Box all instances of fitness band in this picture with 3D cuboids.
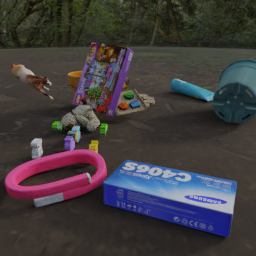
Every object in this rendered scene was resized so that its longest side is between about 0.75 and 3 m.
[{"bbox_3d":[-1.698,1.112,6.776,2.366,0.443,1.699,-12,24,-18],"label":"fitness band"}]

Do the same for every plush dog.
[{"bbox_3d":[-1.872,-0.350,10.267,1.218,1.138,1.419,-31,29,-13],"label":"plush dog"}]

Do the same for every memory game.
[{"bbox_3d":[-0.053,-1.359,13.934,2.835,0.181,2.835,0,21,0],"label":"memory game"}]

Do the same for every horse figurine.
[{"bbox_3d":[-2.550,-1.293,7.299,1.580,0.394,1.047,33,-9,17],"label":"horse figurine"}]

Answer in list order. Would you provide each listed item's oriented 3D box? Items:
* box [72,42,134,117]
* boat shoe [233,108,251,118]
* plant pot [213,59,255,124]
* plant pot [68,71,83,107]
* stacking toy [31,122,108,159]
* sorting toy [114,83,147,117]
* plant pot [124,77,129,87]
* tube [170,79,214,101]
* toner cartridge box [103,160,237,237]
[{"bbox_3d":[-1.015,-1.939,11.039,1.815,2.653,0.519,18,1,31],"label":"box"},{"bbox_3d":[4.337,-0.646,11.386,0.506,0.439,1.187,-37,42,-24],"label":"boat shoe"},{"bbox_3d":[4.592,-1.384,11.425,2.298,2.298,2.250,11,31,28],"label":"plant pot"},{"bbox_3d":[-1.828,-1.699,12.826,1.730,1.583,1.730,1,20,0],"label":"plant pot"},{"bbox_3d":[-1.725,0.370,8.879,1.857,0.579,2.463,3,19,3],"label":"stacking toy"},{"bbox_3d":[-0.206,-1.290,11.658,1.388,0.249,1.863,-17,52,-19],"label":"sorting toy"},{"bbox_3d":[-0.383,-2.832,17.106,0.818,0.827,0.827,12,22,9],"label":"plant pot"},{"bbox_3d":[3.517,-1.997,15.067,1.081,0.703,2.791,-25,35,-30],"label":"tube"},{"bbox_3d":[0.892,1.388,6.010,2.611,0.564,1.240,8,22,22],"label":"toner cartridge box"}]
